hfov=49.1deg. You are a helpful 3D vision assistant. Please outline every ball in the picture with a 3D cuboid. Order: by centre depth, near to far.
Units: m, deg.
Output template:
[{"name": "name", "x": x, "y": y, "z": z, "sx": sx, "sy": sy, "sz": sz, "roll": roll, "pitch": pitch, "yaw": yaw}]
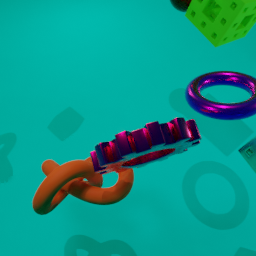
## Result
[{"name": "ball", "x": 1.627, "y": -3.739, "z": 7.737, "sx": 1.007, "sy": 1.007, "sz": 1.007, "roll": 0, "pitch": 55, "yaw": 0}]

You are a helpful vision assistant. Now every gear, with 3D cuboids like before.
[{"name": "gear", "x": 0.252, "y": 0.294, "z": 3.987, "sx": 1.535, "sy": 1.535, "sz": 0.284, "roll": -14, "pitch": 74, "yaw": -10}]

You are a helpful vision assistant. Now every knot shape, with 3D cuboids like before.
[{"name": "knot shape", "x": -0.955, "y": 0.956, "z": 5.194, "sx": 1.845, "sy": 1.726, "sz": 0.852, "roll": -8, "pitch": 90, "yaw": -33}]

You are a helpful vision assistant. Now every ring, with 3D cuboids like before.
[{"name": "ring", "x": 2.117, "y": -0.752, "z": 6.103, "sx": 1.728, "sy": 0.346, "sz": 1.728, "roll": -5, "pitch": 38, "yaw": 4}]

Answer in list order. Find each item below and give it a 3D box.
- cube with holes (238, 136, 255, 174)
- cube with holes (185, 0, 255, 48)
[{"name": "cube with holes", "x": 2.593, "y": 0.445, "z": 4.628, "sx": 0.870, "sy": 0.870, "sz": 0.870, "roll": 2, "pitch": 49, "yaw": -45}, {"name": "cube with holes", "x": 2.556, "y": -3.124, "z": 7.174, "sx": 1.290, "sy": 1.290, "sz": 1.290, "roll": -25, "pitch": 69, "yaw": -29}]
